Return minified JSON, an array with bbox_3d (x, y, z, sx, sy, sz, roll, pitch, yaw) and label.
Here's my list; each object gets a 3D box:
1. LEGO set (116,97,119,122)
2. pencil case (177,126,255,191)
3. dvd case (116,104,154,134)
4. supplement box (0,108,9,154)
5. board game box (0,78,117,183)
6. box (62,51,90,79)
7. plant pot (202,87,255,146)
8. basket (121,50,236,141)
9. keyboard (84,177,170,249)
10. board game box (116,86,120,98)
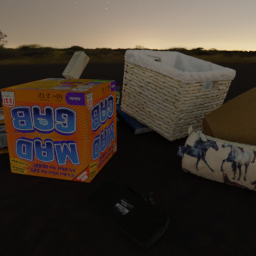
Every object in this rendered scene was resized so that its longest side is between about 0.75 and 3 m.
[{"bbox_3d":[-0.766,-0.881,12.837,2.095,0.688,2.805,-7,18,-35],"label":"LEGO set"},{"bbox_3d":[2.495,0.757,6.401,2.595,1.161,1.010,11,36,31],"label":"pencil case"},{"bbox_3d":[0.866,-0.535,11.319,2.780,0.244,1.983,-10,36,-32],"label":"dvd case"},{"bbox_3d":[-4.142,0.009,9.204,1.256,0.975,2.276,-7,18,-23],"label":"supplement box"},{"bbox_3d":[-1.654,-0.106,7.501,2.168,2.166,2.166,4,17,15],"label":"board game box"},{"bbox_3d":[-1.570,-1.863,8.479,0.416,0.877,0.341,12,-21,40],"label":"box"},{"bbox_3d":[3.479,-0.066,7.752,2.551,2.377,2.377,-13,16,3],"label":"plant pot"},{"bbox_3d":[1.616,-1.354,10.076,2.894,2.349,2.921,-12,34,-41],"label":"basket"},{"bbox_3d":[0.033,1.571,5.408,1.005,0.383,1.931,-37,35,-26],"label":"keyboard"},{"bbox_3d":[-2.118,-2.300,17.336,2.658,0.754,2.197,-7,17,-23],"label":"board game box"}]
